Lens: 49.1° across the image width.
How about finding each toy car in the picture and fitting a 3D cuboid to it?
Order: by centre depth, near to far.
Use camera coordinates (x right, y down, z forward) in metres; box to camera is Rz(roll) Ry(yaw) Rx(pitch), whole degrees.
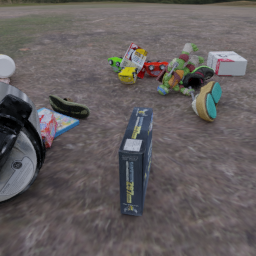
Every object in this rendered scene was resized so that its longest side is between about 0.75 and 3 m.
[{"bbox_3d":[0.103,-2.727,12.902,2.851,0.636,2.683,-23,36,-36],"label":"toy car"}]

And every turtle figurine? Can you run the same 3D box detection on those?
[{"bbox_3d":[2.183,-2.013,10.453,1.558,2.099,2.165,37,-10,-9],"label":"turtle figurine"}]

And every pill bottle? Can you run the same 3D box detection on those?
[{"bbox_3d":[-5.410,-2.662,12.049,0.965,0.965,1.716,-15,21,-25],"label":"pill bottle"}]

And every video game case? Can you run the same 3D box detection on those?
[{"bbox_3d":[-2.539,-0.181,8.765,1.664,0.148,1.191,19,35,30],"label":"video game case"}]

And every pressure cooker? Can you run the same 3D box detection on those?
[{"bbox_3d":[-2.873,0.355,5.695,2.226,2.191,2.492,-12,28,-15],"label":"pressure cooker"}]

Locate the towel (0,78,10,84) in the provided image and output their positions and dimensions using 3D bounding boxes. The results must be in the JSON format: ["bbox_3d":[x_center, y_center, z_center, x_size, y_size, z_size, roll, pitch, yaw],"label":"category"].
[{"bbox_3d":[-5.708,-1.775,11.602,1.322,0.213,1.262,-4,29,-9],"label":"towel"}]

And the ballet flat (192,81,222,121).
[{"bbox_3d":[2.612,-0.831,9.498,0.828,0.901,2.627,-17,16,31],"label":"ballet flat"}]

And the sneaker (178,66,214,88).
[{"bbox_3d":[2.857,-2.022,11.696,2.039,0.782,0.854,-19,54,-28],"label":"sneaker"}]

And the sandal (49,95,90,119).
[{"bbox_3d":[-1.930,-0.706,9.286,1.569,0.623,0.448,19,38,13],"label":"sandal"}]

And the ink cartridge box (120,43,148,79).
[{"bbox_3d":[0.418,-3.066,12.767,1.204,0.575,1.371,28,47,-9],"label":"ink cartridge box"}]

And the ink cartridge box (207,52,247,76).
[{"bbox_3d":[4.715,-3.132,13.500,1.286,0.738,1.770,-1,29,-3],"label":"ink cartridge box"}]

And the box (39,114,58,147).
[{"bbox_3d":[-2.314,0.076,7.747,0.471,0.451,0.945,-5,41,7],"label":"box"}]

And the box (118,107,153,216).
[{"bbox_3d":[0.210,0.616,5.916,0.486,1.502,1.905,5,29,9],"label":"box"}]
